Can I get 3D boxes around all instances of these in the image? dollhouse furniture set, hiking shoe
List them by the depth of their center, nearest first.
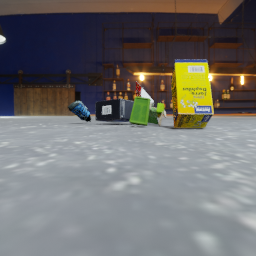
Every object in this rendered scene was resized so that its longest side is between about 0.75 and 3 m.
[{"bbox_3d":[0.628,-0.372,9.046,1.037,0.801,2.075,10,-5,13],"label":"dollhouse furniture set"},{"bbox_3d":[-1.836,-0.642,11.077,0.551,0.643,1.482,-38,-15,8],"label":"hiking shoe"}]

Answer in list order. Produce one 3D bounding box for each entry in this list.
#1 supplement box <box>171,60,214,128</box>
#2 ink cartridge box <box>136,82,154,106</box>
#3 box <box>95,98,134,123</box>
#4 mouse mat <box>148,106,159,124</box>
[{"bbox_3d":[1.675,-0.914,7.530,0.897,1.638,0.892,0,-24,1],"label":"supplement box"},{"bbox_3d":[0.538,-1.066,11.076,0.320,1.279,1.029,-27,-32,-18],"label":"ink cartridge box"},{"bbox_3d":[-0.366,-0.611,10.493,1.237,0.762,1.227,-3,-4,38],"label":"box"},{"bbox_3d":[0.711,-0.572,10.654,0.042,0.902,1.121,-31,21,-26],"label":"mouse mat"}]
